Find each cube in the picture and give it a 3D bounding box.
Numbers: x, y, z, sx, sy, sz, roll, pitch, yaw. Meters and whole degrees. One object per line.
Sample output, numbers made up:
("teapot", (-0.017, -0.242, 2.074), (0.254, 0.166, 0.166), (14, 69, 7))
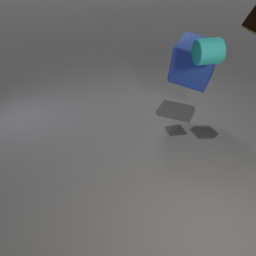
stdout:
("cube", (2.386, -2.382, 10.077), (1.400, 1.400, 1.400), (21, 46, 16))
("cube", (3.371, -2.553, 6.781), (0.700, 0.700, 0.700), (16, 30, -28))

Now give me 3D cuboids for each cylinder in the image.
("cylinder", (2.194, -2.094, 7.662), (0.700, 0.700, 0.700), (-7, 30, -9))
